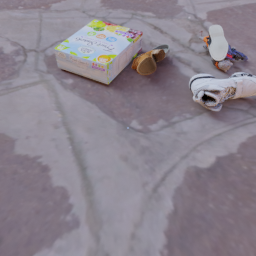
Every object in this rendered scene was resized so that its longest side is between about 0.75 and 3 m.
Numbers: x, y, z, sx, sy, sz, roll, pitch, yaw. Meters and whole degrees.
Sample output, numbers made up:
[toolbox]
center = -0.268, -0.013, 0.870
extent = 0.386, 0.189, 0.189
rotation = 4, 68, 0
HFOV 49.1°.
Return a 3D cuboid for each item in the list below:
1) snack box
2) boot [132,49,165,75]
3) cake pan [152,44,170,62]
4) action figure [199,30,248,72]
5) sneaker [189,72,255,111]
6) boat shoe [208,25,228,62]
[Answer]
[snack box]
center = -1.050, -3.062, 10.890
extent = 2.322, 0.932, 2.754
rotation = 21, 51, 19
[boot]
center = 0.509, -2.371, 10.267
extent = 1.219, 0.602, 1.570
rotation = 1, 44, 47
[cake pan]
center = 1.203, -2.929, 11.030
extent = 1.014, 0.186, 1.014
rotation = -23, 36, 18
[action figure]
center = 3.705, -2.939, 11.061
extent = 1.965, 1.028, 1.901
rotation = 16, 48, -28
[sneaker]
center = 3.206, -1.142, 9.060
extent = 2.394, 0.899, 1.376
rotation = 3, 35, 9
[boat shoe]
center = 3.098, -2.864, 9.786
extent = 0.629, 0.513, 1.702
rotation = -6, 57, 9
